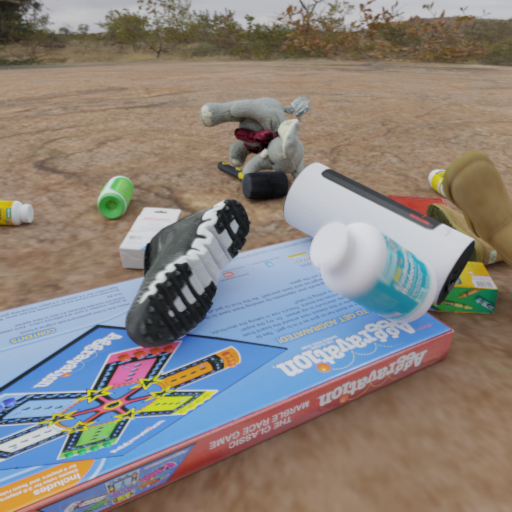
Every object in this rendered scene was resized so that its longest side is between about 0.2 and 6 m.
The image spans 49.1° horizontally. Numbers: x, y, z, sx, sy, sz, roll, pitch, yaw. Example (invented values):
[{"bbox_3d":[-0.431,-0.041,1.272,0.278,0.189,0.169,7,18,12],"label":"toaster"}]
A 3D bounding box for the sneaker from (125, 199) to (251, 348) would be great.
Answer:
[{"bbox_3d":[-1.014,0.213,6.999,1.131,0.831,2.500,-8,34,33],"label":"sneaker"}]

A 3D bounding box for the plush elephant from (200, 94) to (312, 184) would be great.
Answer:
[{"bbox_3d":[0.299,-2.706,13.765,2.720,2.240,2.106,-18,56,7],"label":"plush elephant"}]

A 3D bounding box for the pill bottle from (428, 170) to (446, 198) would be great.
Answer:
[{"bbox_3d":[4.544,-1.771,13.547,0.538,0.538,0.966,-3,23,-6],"label":"pill bottle"}]

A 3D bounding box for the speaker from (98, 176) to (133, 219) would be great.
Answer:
[{"bbox_3d":[-3.096,-1.317,12.412,0.641,0.641,1.450,-1,24,-3],"label":"speaker"}]

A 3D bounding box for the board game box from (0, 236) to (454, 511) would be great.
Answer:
[{"bbox_3d":[-0.734,1.110,6.756,5.765,0.561,2.967,-14,33,-29],"label":"board game box"}]

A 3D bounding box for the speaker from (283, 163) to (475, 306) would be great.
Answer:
[{"bbox_3d":[1.744,-0.350,8.181,2.653,1.077,1.077,32,37,26],"label":"speaker"}]

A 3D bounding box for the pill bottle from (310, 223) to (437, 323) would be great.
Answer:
[{"bbox_3d":[1.357,0.171,6.595,1.563,0.866,0.866,27,7,-35],"label":"pill bottle"}]

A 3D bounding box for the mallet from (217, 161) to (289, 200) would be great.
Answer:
[{"bbox_3d":[-0.434,-1.996,14.087,1.045,0.653,3.172,-9,21,-31],"label":"mallet"}]

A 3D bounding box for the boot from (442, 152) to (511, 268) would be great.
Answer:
[{"bbox_3d":[3.791,-0.206,7.757,2.108,0.796,2.407,36,18,-45],"label":"boot"}]

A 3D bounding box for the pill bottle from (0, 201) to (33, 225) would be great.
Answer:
[{"bbox_3d":[-5.137,-0.888,11.607,0.905,0.510,0.510,2,24,-3],"label":"pill bottle"}]

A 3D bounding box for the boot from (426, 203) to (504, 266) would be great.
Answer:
[{"bbox_3d":[4.534,-0.436,10.425,2.193,0.725,1.920,-8,38,-14],"label":"boot"}]

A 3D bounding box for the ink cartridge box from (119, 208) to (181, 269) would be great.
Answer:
[{"bbox_3d":[-1.838,-0.324,10.032,0.759,0.447,1.318,5,38,9],"label":"ink cartridge box"}]

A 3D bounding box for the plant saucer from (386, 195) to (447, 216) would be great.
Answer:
[{"bbox_3d":[3.431,-0.973,12.082,1.544,0.283,1.541,5,25,10],"label":"plant saucer"}]

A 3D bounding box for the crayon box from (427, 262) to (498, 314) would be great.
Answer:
[{"bbox_3d":[2.794,0.445,8.681,1.565,0.456,0.929,3,24,6],"label":"crayon box"}]
